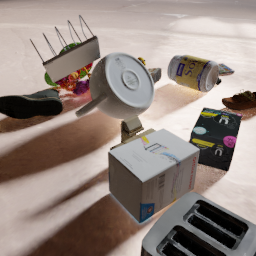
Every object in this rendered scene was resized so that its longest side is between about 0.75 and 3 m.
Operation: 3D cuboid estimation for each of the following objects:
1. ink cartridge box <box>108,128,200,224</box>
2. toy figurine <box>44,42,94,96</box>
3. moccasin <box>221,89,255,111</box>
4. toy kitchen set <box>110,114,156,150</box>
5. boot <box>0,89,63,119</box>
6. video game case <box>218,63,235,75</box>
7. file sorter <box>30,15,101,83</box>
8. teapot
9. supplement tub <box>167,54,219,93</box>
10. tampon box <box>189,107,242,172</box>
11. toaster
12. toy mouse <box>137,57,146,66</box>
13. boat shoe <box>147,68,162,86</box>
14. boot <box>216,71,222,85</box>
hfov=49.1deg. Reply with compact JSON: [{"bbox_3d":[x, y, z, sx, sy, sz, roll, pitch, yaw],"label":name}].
[{"bbox_3d":[0.676,1.176,7.560,2.000,1.472,1.447,-21,38,-31],"label":"ink cartridge box"},{"bbox_3d":[-2.212,-2.350,13.110,2.794,2.098,2.572,-36,52,-12],"label":"toy figurine"},{"bbox_3d":[5.101,-1.268,11.920,2.312,0.893,0.846,-3,33,-5],"label":"moccasin"},{"bbox_3d":[0.600,0.578,8.502,1.800,1.468,1.624,-25,40,-33],"label":"toy kitchen set"},{"bbox_3d":[-4.116,-1.151,11.867,2.559,0.991,1.770,4,26,-18],"label":"boot"},{"bbox_3d":[4.862,-3.298,15.778,1.815,0.164,1.299,-8,33,-12],"label":"video game case"},{"bbox_3d":[-2.190,-2.849,9.959,2.038,1.414,1.269,-30,80,-8],"label":"file sorter"},{"bbox_3d":[-0.502,-1.434,11.143,2.851,2.082,2.814,19,59,-32],"label":"teapot"},{"bbox_3d":[3.128,-2.688,13.550,2.109,1.533,1.533,25,40,34],"label":"supplement tub"},{"bbox_3d":[2.867,0.302,9.237,1.363,1.148,1.819,13,35,20],"label":"tampon box"},{"bbox_3d":[1.406,2.549,5.582,2.201,1.306,1.990,26,40,35],"label":"toaster"},{"bbox_3d":[0.177,-3.754,16.251,1.900,0.414,2.138,-11,34,-17],"label":"toy mouse"},{"bbox_3d":[0.998,-2.515,14.043,0.795,0.839,2.216,11,25,23],"label":"boat shoe"},{"bbox_3d":[4.641,-2.596,14.515,0.795,0.445,1.149,32,57,33],"label":"boot"}]
